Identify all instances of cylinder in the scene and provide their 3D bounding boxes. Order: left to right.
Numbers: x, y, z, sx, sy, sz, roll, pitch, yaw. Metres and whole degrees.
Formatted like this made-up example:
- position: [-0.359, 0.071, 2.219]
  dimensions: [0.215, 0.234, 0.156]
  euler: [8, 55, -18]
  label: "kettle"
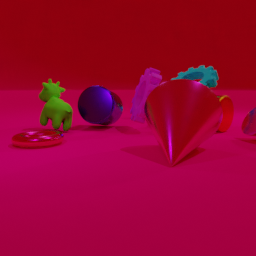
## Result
- position: [-0.828, -0.665, 8.676]
  dimensions: [1.134, 1.134, 1.134]
  euler: [2, -1, 13]
  label: "cylinder"
- position: [2.366, -0.440, 8.144]
  dimensions: [1.022, 1.022, 1.022]
  euler: [-8, 11, -42]
  label: "cylinder"

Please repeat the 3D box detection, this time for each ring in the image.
- position: [-2.008, 0.234, 6.274]
  dimensions: [1.131, 0.226, 1.131]
  euler: [-1, 8, 0]
  label: "ring"

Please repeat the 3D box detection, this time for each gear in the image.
- position: [0.497, -0.939, 8.208]
  dimensions: [0.297, 1.607, 1.607]
  euler: [16, 5, -14]
  label: "gear"
- position: [1.980, -1.397, 8.578]
  dimensions: [1.480, 0.274, 1.480]
  euler: [-20, 32, 13]
  label: "gear"

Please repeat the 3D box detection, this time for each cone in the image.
- position: [0.896, 0.161, 5.082]
  dimensions: [1.566, 1.566, 1.572]
  euler: [3, 35, 17]
  label: "cone"
- position: [3.402, 0.027, 6.729]
  dimensions: [0.896, 0.893, 0.893]
  euler: [34, 0, -15]
  label: "cone"

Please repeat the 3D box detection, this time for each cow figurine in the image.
- position: [-2.066, -0.684, 8.075]
  dimensions: [1.407, 1.384, 0.772]
  euler: [13, 0, 43]
  label: "cow figurine"
